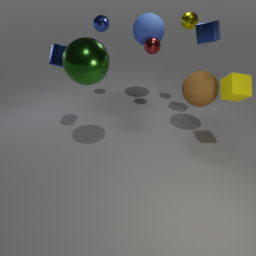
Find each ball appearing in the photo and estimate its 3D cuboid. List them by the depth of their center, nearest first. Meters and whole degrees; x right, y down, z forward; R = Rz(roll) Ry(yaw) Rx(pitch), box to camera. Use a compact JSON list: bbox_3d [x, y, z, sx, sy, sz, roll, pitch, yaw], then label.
[{"bbox_3d":[-1.246,-1.985,8.387,1.400,1.400,1.400,0,30,0],"label":"ball"},{"bbox_3d":[2.807,-1.519,10.876,1.400,1.400,1.400,0,30,0],"label":"ball"},{"bbox_3d":[2.497,-4.345,11.349,0.700,0.700,0.700,0,30,0],"label":"ball"},{"bbox_3d":[1.007,-3.402,11.602,0.700,0.700,0.700,0,30,0],"label":"ball"},{"bbox_3d":[-1.154,-4.511,12.110,0.700,0.700,0.700,0,30,0],"label":"ball"},{"bbox_3d":[0.913,-4.326,12.359,1.400,1.400,1.400,0,30,0],"label":"ball"}]

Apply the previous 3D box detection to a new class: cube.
[{"bbox_3d":[3.480,-1.307,9.051,0.700,0.700,0.700,5,-11,-14],"label":"cube"},{"bbox_3d":[2.958,-3.535,10.330,0.700,0.700,0.700,1,21,33],"label":"cube"}]

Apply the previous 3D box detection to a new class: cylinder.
[{"bbox_3d":[-2.328,-2.469,9.683,0.700,0.700,0.700,12,5,-1],"label":"cylinder"}]
